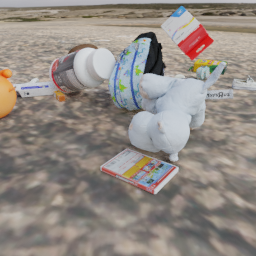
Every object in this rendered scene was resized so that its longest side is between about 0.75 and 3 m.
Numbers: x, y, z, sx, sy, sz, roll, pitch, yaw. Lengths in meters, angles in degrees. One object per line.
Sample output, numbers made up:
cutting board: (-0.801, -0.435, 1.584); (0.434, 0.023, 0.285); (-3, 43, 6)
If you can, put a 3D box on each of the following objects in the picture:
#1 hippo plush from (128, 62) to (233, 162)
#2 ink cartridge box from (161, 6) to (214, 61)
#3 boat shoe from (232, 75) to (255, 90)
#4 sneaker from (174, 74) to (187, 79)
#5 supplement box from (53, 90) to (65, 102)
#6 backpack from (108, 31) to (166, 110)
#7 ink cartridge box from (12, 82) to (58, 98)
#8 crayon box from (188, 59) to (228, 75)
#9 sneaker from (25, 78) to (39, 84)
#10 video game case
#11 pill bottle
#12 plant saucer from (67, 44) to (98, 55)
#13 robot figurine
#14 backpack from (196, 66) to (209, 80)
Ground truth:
hippo plush: (1.354, -0.130, 8.136); (2.940, 2.342, 2.364); (2, 53, 35)
ink cartridge box: (1.780, -2.869, 8.489); (0.516, 0.891, 1.533); (26, 28, -51)
boat shoe: (5.720, -2.166, 13.265); (1.473, 0.628, 0.544); (6, 27, 12)
sneaker: (2.154, -1.350, 11.136); (1.062, 1.075, 2.707); (0, 27, -4)
supplement box: (-2.973, -1.391, 12.102); (0.267, 0.276, 0.801); (-14, 31, -28)
backpack: (0.454, -1.967, 10.993); (2.272, 2.411, 2.955); (-9, 45, 7)
ink cartridge box: (-4.200, -1.761, 12.719); (2.031, 0.398, 1.010); (-6, 27, -15)
crayon box: (4.646, -3.595, 16.328); (2.065, 0.525, 1.311); (10, 28, 21)
sneaker: (-4.507, -2.072, 13.505); (0.545, 0.357, 0.947); (21, 39, 19)
video game case: (0.294, 1.054, 7.212); (1.657, 0.145, 1.184); (17, 30, 32)
pill bottle: (-1.883, -2.409, 11.683); (2.893, 1.601, 1.601); (-2, 18, 44)
plant saucer: (-2.668, -4.353, 16.987); (1.959, 1.959, 0.358); (-10, 69, -19)
robot figurine: (-5.280, -1.286, 10.304); (2.842, 1.657, 2.044); (18, 27, 31)
backpack: (3.917, -2.874, 14.684); (0.587, 0.673, 0.766); (20, 36, 41)
